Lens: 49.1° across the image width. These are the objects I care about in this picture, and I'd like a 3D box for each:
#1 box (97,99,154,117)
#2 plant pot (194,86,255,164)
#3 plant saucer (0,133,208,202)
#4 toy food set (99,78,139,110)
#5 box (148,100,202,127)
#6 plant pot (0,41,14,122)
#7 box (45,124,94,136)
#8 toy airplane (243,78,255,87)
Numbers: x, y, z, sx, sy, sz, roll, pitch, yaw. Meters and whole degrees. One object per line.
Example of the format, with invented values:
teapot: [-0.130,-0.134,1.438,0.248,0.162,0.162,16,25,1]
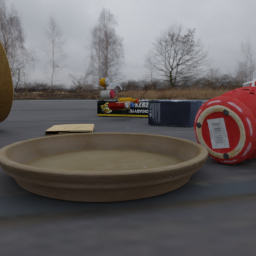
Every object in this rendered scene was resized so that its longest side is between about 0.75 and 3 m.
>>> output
box: [0.182,-0.883,11.828,2.182,0.674,2.733,4,7,15]
plant pot: [1.397,-0.027,3.551,0.852,0.936,0.936,-15,15,-42]
plant saucer: [-0.248,0.330,3.049,2.157,0.318,2.157,0,6,0]
toy food set: [-0.276,-1.025,9.137,0.719,0.763,1.598,-2,-28,25]
box: [1.376,-0.455,8.028,1.204,0.689,1.323,5,9,27]
plant pot: [-4.405,-0.964,5.578,2.753,2.753,2.954,5,22,36]
box: [-1.272,0.035,6.324,0.976,0.127,1.194,-1,7,-5]
toy airplane: [5.222,-1.091,10.981,1.793,1.271,1.801,12,-26,2]
